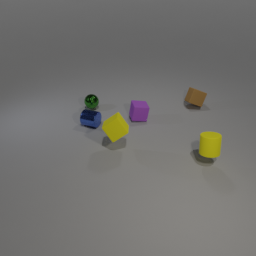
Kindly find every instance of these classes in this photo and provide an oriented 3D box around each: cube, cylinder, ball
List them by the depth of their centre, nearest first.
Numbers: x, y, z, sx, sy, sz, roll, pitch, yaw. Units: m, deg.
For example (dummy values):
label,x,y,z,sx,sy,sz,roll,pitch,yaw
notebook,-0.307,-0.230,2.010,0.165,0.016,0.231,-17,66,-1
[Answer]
label,x,y,z,sx,sy,sz,roll,pitch,yaw
cylinder,2.770,0.553,9.435,0.700,0.700,0.700,-1,18,0
cube,-0.448,-0.033,10.230,0.700,0.700,0.700,-33,17,13
cylinder,-1.598,-0.415,12.062,0.700,0.700,0.700,12,32,19
cube,0.496,-0.771,12.556,0.700,0.700,0.700,2,30,-14
ball,-1.749,-1.279,13.467,0.700,0.700,0.700,0,30,0
cube,3.272,-1.509,13.577,0.700,0.700,0.700,17,13,-13
